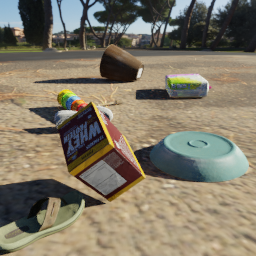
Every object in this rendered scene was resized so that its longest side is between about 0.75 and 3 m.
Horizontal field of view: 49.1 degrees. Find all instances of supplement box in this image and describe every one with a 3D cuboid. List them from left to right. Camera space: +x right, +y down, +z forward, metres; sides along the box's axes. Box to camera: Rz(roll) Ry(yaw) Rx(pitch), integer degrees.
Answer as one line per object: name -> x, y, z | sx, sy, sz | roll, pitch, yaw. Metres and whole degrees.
supplement box -> -0.560, 0.489, 5.762 | 0.926, 1.394, 1.375 | -35, 43, 6

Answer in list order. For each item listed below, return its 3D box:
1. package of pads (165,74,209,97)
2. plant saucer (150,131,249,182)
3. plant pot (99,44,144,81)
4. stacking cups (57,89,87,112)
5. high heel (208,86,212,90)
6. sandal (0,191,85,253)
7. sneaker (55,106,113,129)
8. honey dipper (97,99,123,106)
package of pads -> 3.224, -2.370, 15.602 | 2.070, 0.914, 2.680 | -1, 20, 2
plant saucer -> 1.940, 0.623, 7.763 | 2.673, 0.480, 2.673 | 0, 19, 0
plant pot -> -0.281, -4.232, 19.382 | 2.543, 2.377, 2.377 | 23, 25, 15
stacking cups -> -2.151, -0.922, 11.873 | 0.825, 0.825, 2.727 | -12, 27, -31
high heel -> 4.483, -2.580, 16.833 | 0.628, 0.441, 1.308 | -9, 24, -7
sandal -> -1.508, 1.565, 5.017 | 0.711, 0.511, 1.789 | 17, 25, 39
sneaker -> -1.576, -0.205, 10.005 | 2.105, 0.786, 0.863 | -8, 34, -2
honey dipper -> -0.873, -1.144, 13.191 | 1.302, 0.247, 0.247 | -13, 23, -24
